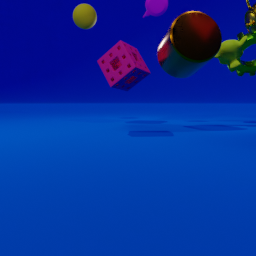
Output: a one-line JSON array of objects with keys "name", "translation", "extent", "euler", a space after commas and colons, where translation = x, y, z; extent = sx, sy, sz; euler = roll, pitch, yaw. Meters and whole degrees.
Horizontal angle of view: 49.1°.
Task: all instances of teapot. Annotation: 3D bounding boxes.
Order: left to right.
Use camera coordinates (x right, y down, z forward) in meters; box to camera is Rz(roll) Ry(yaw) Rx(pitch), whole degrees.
[{"name": "teapot", "translation": [0.854, -3.795, 8.634], "extent": [1.098, 0.683, 0.538], "euler": [-41, 19, 23]}, {"name": "teapot", "translation": [4.192, -3.338, 8.858], "extent": [0.929, 1.898, 1.180], "euler": [-23, 6, 1]}]

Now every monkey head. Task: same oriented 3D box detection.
[{"name": "monkey head", "translation": [2.662, -1.923, 7.296], "extent": [1.040, 0.627, 0.748], "euler": [-23, 37, 22]}]

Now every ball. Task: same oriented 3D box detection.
[{"name": "ball", "translation": [-1.602, -4.135, 10.397], "extent": [0.880, 0.880, 0.880], "euler": [0, 5, 0]}]

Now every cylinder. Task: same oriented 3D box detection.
[{"name": "cylinder", "translation": [1.427, -1.949, 6.734], "extent": [1.210, 1.210, 1.210], "euler": [-1, -7, -8]}]

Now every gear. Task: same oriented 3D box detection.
[{"name": "gear", "translation": [3.791, -2.280, 8.481], "extent": [1.602, 1.602, 0.296], "euler": [0, 50, -2]}]

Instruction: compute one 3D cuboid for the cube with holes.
[{"name": "cube with holes", "translation": [-0.120, -1.923, 8.863], "extent": [1.012, 1.012, 1.012], "euler": [-35, -17, 25]}]
